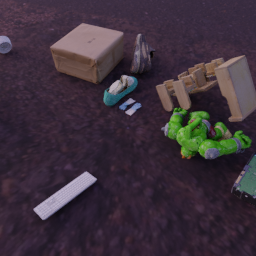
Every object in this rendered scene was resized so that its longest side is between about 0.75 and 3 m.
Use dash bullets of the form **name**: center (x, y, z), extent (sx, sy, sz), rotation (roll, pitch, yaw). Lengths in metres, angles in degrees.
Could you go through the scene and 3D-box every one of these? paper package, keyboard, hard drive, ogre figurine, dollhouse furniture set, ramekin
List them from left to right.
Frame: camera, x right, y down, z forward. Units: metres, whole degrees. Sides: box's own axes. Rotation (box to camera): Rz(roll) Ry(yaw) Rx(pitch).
- **ramekin**: center (-6.262, -4.141, 14.065), extent (0.863, 0.863, 0.402), rotation (-28, 64, -25)
- **keyboard**: center (-1.836, 1.969, 8.367), extent (0.549, 0.104, 1.950), rotation (31, 50, 33)
- **paper package**: center (-1.791, -3.544, 13.060), extent (2.519, 1.367, 2.643), rotation (20, 50, 18)
- **ogre figurine**: center (2.374, 0.168, 9.413), extent (1.718, 1.406, 2.865), rotation (-25, 61, -38)
- **dollhouse furniture set**: center (3.107, -1.339, 10.651), extent (2.544, 1.928, 2.903), rotation (-31, 16, -31)
- **hard drive**: center (4.475, 1.831, 8.212), extent (2.303, 0.436, 1.609), rotation (27, 57, 30)

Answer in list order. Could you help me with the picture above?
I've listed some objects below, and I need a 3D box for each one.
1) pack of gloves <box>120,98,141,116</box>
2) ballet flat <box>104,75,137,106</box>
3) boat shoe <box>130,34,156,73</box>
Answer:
- **pack of gloves**: center (0.098, -0.911, 11.313), extent (0.687, 0.161, 0.817), rotation (30, 53, 27)
- **ballet flat**: center (-0.233, -1.743, 11.701), extent (0.726, 0.759, 2.157), rotation (29, 52, 19)
- **boat shoe**: center (0.734, -3.484, 13.418), extent (1.018, 1.034, 2.777), rotation (13, 50, -7)
